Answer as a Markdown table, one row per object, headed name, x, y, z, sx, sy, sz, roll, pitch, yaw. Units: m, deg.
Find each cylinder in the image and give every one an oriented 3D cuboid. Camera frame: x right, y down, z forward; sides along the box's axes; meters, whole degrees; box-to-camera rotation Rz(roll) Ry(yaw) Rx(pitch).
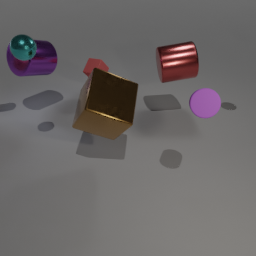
| name | x | y | z | sx | sy | sz | roll | pitch | yaw |
| --- | --- | --- | --- | --- | --- | --- | --- | --- | --- |
| cylinder | -3.781 | -2.776 | 11.089 | 1.400 | 1.400 | 1.400 | 19 | 21 | 28 |
| cylinder | 1.891 | -2.562 | 10.937 | 1.400 | 1.400 | 1.400 | -10 | 33 | 1 |
| cylinder | 1.846 | -0.609 | 6.796 | 0.700 | 0.700 | 0.700 | 7 | 8 | 10 |

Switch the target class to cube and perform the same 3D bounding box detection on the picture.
| name | x | y | z | sx | sy | sz | roll | pitch | yaw |
| --- | --- | --- | --- | --- | --- | --- | --- | --- | --- |
| cube | -0.677 | -0.652 | 8.257 | 1.400 | 1.400 | 1.400 | 18 | 63 | -19 |
| cube | -1.366 | -2.489 | 12.006 | 0.700 | 0.700 | 0.700 | 15 | 77 | 30 |

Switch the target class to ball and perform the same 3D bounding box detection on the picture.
| name | x | y | z | sx | sy | sz | roll | pitch | yaw |
| --- | --- | --- | --- | --- | --- | --- | --- | --- | --- |
| ball | -2.885 | -2.217 | 7.724 | 0.700 | 0.700 | 0.700 | 0 | 32 | 0 |
